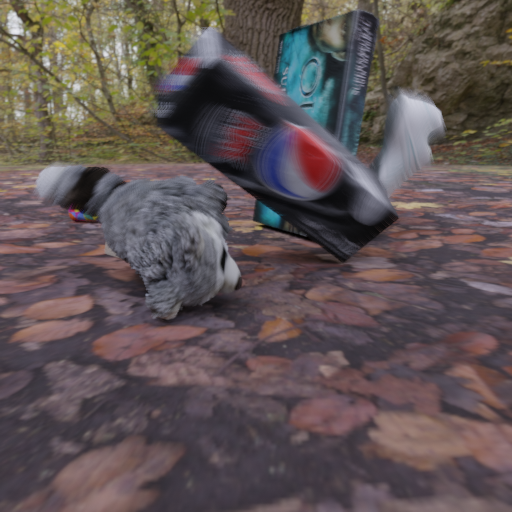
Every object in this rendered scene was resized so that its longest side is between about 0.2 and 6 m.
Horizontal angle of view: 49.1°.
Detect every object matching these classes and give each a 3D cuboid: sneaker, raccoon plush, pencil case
[{"bbox_3d":[3.204,-2.058,12.411,1.140,2.845,1.001,9,38,-9],"label":"sneaker"},{"bbox_3d":[-1.868,-0.200,7.865,3.540,1.713,2.372,7,16,7],"label":"raccoon plush"},{"bbox_3d":[-4.314,-1.225,15.205,1.558,0.689,0.689,4,12,20],"label":"pencil case"}]

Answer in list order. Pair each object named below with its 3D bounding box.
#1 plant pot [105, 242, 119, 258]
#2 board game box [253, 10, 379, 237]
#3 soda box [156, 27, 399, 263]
[{"bbox_3d":[-2.173,-0.600,11.137,1.298,1.150,1.299,-11,16,-42],"label":"plant pot"},{"bbox_3d":[1.241,-2.941,13.188,0.680,4.832,3.268,4,8,-28],"label":"board game box"},{"bbox_3d":[0.443,-1.714,9.506,4.339,1.374,1.535,33,27,-30],"label":"soda box"}]
